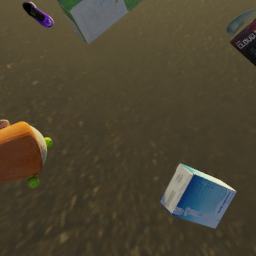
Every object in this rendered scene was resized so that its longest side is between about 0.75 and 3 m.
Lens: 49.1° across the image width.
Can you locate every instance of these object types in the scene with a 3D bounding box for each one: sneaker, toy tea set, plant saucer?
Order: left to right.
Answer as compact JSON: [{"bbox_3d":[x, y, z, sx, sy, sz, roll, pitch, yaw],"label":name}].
[{"bbox_3d":[-1.937,-0.520,4.168,1.084,2.928,1.741,-18,26,-35],"label":"toy tea set"},{"bbox_3d":[-2.484,-3.072,7.618,0.941,0.327,0.468,37,15,-5],"label":"sneaker"},{"bbox_3d":[2.895,-2.322,6.404,1.203,1.203,0.231,-5,78,-4],"label":"plant saucer"}]

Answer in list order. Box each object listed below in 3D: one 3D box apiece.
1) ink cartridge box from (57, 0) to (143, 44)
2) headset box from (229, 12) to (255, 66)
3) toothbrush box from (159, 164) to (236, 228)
[{"bbox_3d":[-0.517,-3.330,7.051,2.286,1.187,0.678,-40,63,-4],"label":"ink cartridge box"},{"bbox_3d":[3.218,-1.429,4.381,2.809,2.090,1.085,43,69,0],"label":"headset box"},{"bbox_3d":[1.036,1.013,4.134,0.914,0.669,0.390,24,7,-26],"label":"toothbrush box"}]
